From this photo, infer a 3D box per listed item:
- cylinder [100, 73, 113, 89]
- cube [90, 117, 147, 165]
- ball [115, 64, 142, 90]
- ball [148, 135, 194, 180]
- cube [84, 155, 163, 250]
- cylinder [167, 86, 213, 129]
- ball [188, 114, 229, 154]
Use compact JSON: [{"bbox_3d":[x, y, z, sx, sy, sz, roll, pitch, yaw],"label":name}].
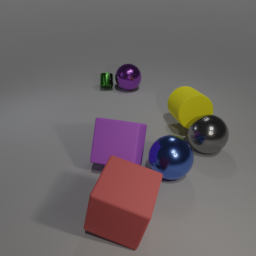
[{"bbox_3d":[-1.144,-2.528,14.975,0.700,0.700,0.700,1,-7,0],"label":"cylinder"},{"bbox_3d":[-0.258,0.460,9.026,1.400,1.400,1.400,8,2,13],"label":"cube"},{"bbox_3d":[0.015,-2.690,14.817,1.400,1.400,1.400,0,31,0],"label":"ball"},{"bbox_3d":[1.341,0.910,8.743,1.400,1.400,1.400,0,31,0],"label":"ball"},{"bbox_3d":[-0.113,1.795,6.857,1.400,1.400,1.400,20,39,6],"label":"cube"},{"bbox_3d":[2.433,-0.819,11.101,1.400,1.400,1.400,-5,23,-9],"label":"cylinder"},{"bbox_3d":[2.833,0.213,9.921,1.400,1.400,1.400,0,31,0],"label":"ball"}]
